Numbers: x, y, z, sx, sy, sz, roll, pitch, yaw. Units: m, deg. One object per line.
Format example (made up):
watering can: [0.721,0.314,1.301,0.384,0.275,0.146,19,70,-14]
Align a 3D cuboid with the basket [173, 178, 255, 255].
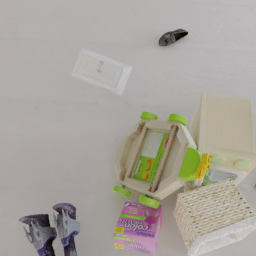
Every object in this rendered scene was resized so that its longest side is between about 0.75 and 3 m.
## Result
basket: [1.975,2.114,6.575,1.486,1.472,1.195,-15,55,-7]

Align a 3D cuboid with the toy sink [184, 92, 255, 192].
toy sink: [2.424,0.619,7.455,1.448,1.684,2.584,10,57,5]

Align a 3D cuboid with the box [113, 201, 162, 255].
box: [0.264,2.325,6.645,0.954,0.524,1.084,3,27,15]

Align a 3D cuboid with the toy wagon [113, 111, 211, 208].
toy wagon: [0.798,0.777,6.965,2.994,0.592,2.323,8,73,49]

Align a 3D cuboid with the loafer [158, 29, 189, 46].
loafer: [1.789,-3.554,10.929,1.326,0.476,0.417,-32,34,-22]

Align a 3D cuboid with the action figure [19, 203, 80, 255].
action figure: [-1.369,3.131,5.907,1.861,0.992,2.860,-26,63,4]

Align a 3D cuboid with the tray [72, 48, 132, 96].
tray: [-0.876,-1.800,8.847,1.855,0.206,0.996,23,94,13]

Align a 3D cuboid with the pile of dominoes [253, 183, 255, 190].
pile of dominoes: [4.044,1.393,7.213,1.109,0.226,1.423,37,104,31]
